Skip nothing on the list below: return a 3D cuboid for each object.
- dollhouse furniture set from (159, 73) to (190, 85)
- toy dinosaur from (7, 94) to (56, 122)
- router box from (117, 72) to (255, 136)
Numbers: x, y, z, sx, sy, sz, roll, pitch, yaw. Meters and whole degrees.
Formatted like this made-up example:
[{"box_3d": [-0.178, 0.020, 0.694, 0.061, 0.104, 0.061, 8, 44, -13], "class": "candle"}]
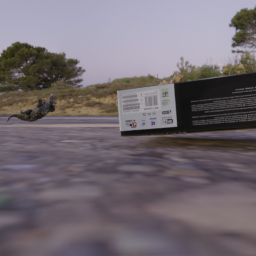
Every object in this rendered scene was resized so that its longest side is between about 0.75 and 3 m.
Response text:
[{"box_3d": [1.597, -0.861, 8.522, 1.364, 0.906, 1.195, 36, 39, 17], "class": "dollhouse furniture set"}, {"box_3d": [-3.488, -0.550, 10.586, 2.017, 0.776, 1.032, -37, -4, -15], "class": "toy dinosaur"}, {"box_3d": [1.232, -0.252, 3.805, 2.287, 0.597, 1.798, -5, -2, 20], "class": "router box"}]
